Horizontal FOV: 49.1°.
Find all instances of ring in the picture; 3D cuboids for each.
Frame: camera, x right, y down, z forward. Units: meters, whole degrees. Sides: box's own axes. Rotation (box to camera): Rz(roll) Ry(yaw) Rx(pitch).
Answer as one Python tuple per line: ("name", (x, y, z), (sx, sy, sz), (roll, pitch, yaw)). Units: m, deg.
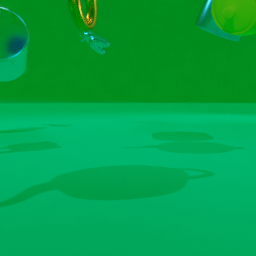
("ring", (-1.217, -3.347, 7.584), (0.293, 1.467, 1.467), (1, 6, 15))

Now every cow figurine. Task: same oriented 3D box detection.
("cow figurine", (-1.073, -2.716, 8.677), (0.998, 0.557, 1.015), (33, 15, -8))

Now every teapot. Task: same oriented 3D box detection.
("teapot", (1.872, -2.122, 4.746), (0.893, 1.825, 1.135), (-38, -13, -29))

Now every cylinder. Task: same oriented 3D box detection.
("cylinder", (-2.966, -1.885, 6.496), (1.272, 1.272, 1.272), (-2, -10, -21))
("cylinder", (2.236, -2.682, 6.271), (1.117, 1.117, 1.117), (15, 29, -9))
